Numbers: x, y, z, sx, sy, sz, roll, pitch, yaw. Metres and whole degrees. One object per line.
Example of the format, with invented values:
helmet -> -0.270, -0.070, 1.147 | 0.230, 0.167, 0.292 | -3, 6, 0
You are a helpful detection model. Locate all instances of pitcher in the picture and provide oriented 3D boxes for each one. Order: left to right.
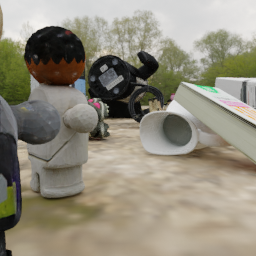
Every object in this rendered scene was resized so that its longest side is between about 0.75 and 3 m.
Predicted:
pitcher -> 1.165, -0.057, 4.434 | 1.390, 0.982, 1.620 | 10, 19, 33

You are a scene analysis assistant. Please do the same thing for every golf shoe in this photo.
golf shoe -> -1.364, -0.291, 6.537 | 1.156, 1.013, 2.624 | -9, 8, -24

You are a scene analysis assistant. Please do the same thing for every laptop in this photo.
laptop -> -0.239, -1.214, 13.833 | 2.476, 1.443, 2.793 | 3, 6, 23

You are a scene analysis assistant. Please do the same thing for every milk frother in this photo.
milk frother -> 0.192, -1.193, 9.453 | 2.144, 2.376, 2.235 | -15, -3, 19

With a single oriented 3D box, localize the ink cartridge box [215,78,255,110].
ink cartridge box -> 3.867, -0.635, 7.205 | 2.014, 1.173, 2.785 | -2, 14, -22

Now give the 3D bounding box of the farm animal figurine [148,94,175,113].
farm animal figurine -> 1.242, -0.308, 7.424 | 1.840, 0.959, 1.820 | -9, -4, -17

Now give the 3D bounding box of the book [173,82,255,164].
book -> 1.468, -0.064, 3.526 | 1.054, 0.379, 1.577 | -2, 34, -43

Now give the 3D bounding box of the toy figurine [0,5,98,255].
toy figurine -> -1.364, -0.166, 1.848 | 2.200, 1.555, 2.235 | 1, 5, 9

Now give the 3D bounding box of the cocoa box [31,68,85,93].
cocoa box -> -2.718, -1.451, 11.108 | 1.594, 2.391, 1.569 | 2, 6, 22
